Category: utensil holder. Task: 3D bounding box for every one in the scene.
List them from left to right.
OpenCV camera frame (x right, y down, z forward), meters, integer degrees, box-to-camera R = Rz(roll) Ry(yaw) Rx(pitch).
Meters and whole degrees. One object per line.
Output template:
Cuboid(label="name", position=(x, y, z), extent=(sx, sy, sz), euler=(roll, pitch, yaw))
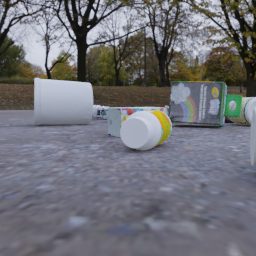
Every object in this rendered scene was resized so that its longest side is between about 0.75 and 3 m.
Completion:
Cuboid(label="utensil holder", position=(-3.119, -1.224, 13.365), extent=(2.583, 2.195, 2.195), euler=(-1, 5, -18))

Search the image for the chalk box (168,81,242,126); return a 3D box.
Cuboid(label="chalk box", position=(3.403, -1.025, 12.255), extent=(2.905, 1.807, 1.798), euler=(5, 2, 20))

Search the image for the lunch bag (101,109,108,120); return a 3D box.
Cuboid(label="lunch bag", position=(-0.863, -0.664, 15.475), extent=(1.042, 0.636, 0.888), euler=(7, -3, 43))

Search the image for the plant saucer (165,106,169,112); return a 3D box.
Cuboid(label="plant saucer", position=(2.523, -0.829, 15.022), extent=(1.257, 0.316, 1.257), euler=(21, 11, -4))

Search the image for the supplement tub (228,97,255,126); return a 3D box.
Cuboid(label="supplement tub", position=(5.538, -0.771, 13.004), extent=(1.299, 1.299, 1.792), euler=(-1, 5, -13))

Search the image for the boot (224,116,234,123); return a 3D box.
Cuboid(label="boot", position=(5.578, -0.489, 15.043), extent=(0.701, 0.541, 1.447), euler=(17, 24, 38))

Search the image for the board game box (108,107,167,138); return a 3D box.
Cuboid(label="board game box", position=(0.304, -0.221, 8.924), extent=(1.697, 0.890, 0.874), euler=(-4, 7, -31))

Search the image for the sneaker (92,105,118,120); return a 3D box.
Cuboid(label="sneaker", position=(-1.213, -0.983, 17.655), extent=(1.721, 0.956, 2.460), euler=(3, 6, 40))

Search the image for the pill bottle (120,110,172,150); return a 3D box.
Cuboid(label="pill bottle", position=(0.405, 0.038, 6.219), extent=(0.840, 0.840, 1.513), euler=(2, 6, 22))

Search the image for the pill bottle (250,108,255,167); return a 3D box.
Cuboid(label="pill bottle", position=(2.568, 0.157, 3.436), extent=(1.909, 1.076, 1.076), euler=(1, 5, 19))
